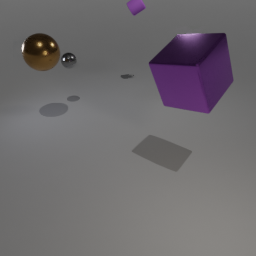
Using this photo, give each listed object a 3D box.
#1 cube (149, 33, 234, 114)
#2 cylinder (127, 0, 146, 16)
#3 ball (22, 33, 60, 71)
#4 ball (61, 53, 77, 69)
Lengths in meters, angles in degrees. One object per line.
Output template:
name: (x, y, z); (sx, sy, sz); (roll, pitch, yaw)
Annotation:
cube: (1.628, -1.408, 7.078); (1.400, 1.400, 1.400); (15, 53, 42)
cylinder: (0.403, -5.950, 13.619); (0.700, 0.700, 0.700); (-29, 25, 18)
ball: (-3.291, -2.868, 10.642); (1.400, 1.400, 1.400); (0, 30, 0)
ball: (-2.648, -3.017, 12.535); (0.700, 0.700, 0.700); (0, 30, 0)
